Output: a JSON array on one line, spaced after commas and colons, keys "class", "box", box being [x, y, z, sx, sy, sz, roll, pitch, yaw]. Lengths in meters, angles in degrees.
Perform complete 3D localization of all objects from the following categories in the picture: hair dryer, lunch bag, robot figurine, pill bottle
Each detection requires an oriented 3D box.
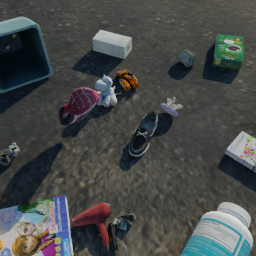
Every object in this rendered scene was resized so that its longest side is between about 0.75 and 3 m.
[{"class": "hair dryer", "box": [-0.807, 3.035, 8.642, 1.940, 0.527, 1.478, 13, 52, 12]}, {"class": "lunch bag", "box": [2.957, -3.489, 14.125, 0.703, 0.584, 0.838, -34, 58, -12]}, {"class": "robot figurine", "box": [-0.062, -2.301, 13.218, 0.977, 0.392, 1.347, -20, 53, -18]}, {"class": "pill bottle", "box": [2.407, 3.399, 7.666, 1.522, 1.522, 2.747, 29, 56, 22]}]

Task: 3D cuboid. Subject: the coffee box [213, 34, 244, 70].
[{"class": "coffee box", "box": [5.226, -4.014, 14.577, 1.448, 0.518, 2.354, 11, 50, 10]}]

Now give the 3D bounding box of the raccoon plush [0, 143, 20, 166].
[{"class": "raccoon plush", "box": [-4.657, 0.901, 10.456, 1.194, 0.578, 0.800, 9, 43, 8]}]

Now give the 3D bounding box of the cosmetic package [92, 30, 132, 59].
[{"class": "cosmetic package", "box": [-0.825, -4.420, 14.742, 1.850, 0.785, 0.996, 19, 54, 16]}]

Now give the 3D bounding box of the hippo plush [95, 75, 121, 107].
[{"class": "hippo plush", "box": [-0.886, -1.640, 12.209, 1.341, 1.078, 1.068, -27, 55, -21]}]

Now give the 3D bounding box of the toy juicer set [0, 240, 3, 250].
[{"class": "toy juicer set", "box": [-4.225, 3.376, 8.067, 1.481, 0.403, 0.942, 8, 63, 32]}]

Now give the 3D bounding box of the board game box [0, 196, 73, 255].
[{"class": "board game box", "box": [-2.821, 3.288, 8.476, 2.127, 0.439, 2.132, -11, 51, -9]}]

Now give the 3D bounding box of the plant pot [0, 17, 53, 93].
[{"class": "plant pot", "box": [-5.494, -3.723, 13.122, 2.614, 2.621, 2.670, -25, 47, -20]}]

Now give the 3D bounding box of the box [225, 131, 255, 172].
[{"class": "box", "box": [4.677, 0.947, 10.533, 1.580, 0.325, 1.232, 35, 58, 27]}]

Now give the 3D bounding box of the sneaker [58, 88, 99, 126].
[{"class": "sneaker", "box": [-1.733, -0.821, 10.292, 0.864, 2.313, 0.932, -12, 80, -41]}]

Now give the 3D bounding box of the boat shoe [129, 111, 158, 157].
[{"class": "boat shoe", "box": [0.637, 0.188, 10.963, 0.771, 0.629, 2.086, 23, 53, 18]}]

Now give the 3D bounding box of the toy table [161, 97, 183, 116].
[{"class": "toy table", "box": [1.877, -0.910, 11.883, 0.850, 0.782, 0.498, 38, 76, 17]}]
